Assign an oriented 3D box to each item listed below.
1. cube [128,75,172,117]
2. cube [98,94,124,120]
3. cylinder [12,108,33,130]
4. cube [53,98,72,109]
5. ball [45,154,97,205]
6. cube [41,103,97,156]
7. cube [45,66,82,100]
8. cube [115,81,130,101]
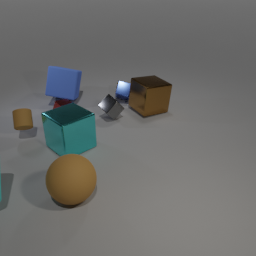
[{"bbox_3d":[1.008,-1.530,13.061,1.400,1.400,1.400,-12,33,-29],"label":"cube"},{"bbox_3d":[-0.728,-0.924,12.287,0.700,0.700,0.700,-47,55,1],"label":"cube"},{"bbox_3d":[-4.053,-0.327,10.796,0.700,0.700,0.700,-10,-11,-2],"label":"cylinder"},{"bbox_3d":[-2.717,-0.746,11.957,0.700,0.700,0.700,37,31,19],"label":"cube"},{"bbox_3d":[-1.578,1.426,7.831,1.400,1.400,1.400,0,29,0],"label":"ball"},{"bbox_3d":[-2.140,0.074,10.294,1.400,1.400,1.400,-25,37,-37],"label":"cube"},{"bbox_3d":[-3.153,-2.242,13.858,1.400,1.400,1.400,9,11,-3],"label":"cube"},{"bbox_3d":[-0.223,-1.863,14.019,0.700,0.700,0.700,14,-9,-2],"label":"cube"}]
